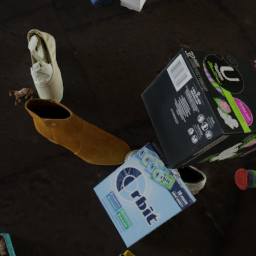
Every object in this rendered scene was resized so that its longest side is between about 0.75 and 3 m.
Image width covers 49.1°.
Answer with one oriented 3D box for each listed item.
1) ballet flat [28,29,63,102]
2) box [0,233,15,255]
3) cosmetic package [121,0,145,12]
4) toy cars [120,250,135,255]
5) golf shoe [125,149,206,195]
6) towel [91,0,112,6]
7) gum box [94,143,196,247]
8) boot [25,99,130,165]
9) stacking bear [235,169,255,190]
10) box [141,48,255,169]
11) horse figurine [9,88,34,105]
[{"bbox_3d":[-2.718,-2.005,8.849,0.960,0.960,2.763,-14,65,-6],"label":"ballet flat"},{"bbox_3d":[-3.048,3.403,6.834,0.605,0.361,1.471,-25,69,-11],"label":"box"},{"bbox_3d":[0.368,-5.150,10.394,0.797,0.629,1.482,20,67,6],"label":"cosmetic package"},{"bbox_3d":[-0.115,4.005,6.540,0.948,0.468,2.115,-2,70,-4],"label":"toy cars"},{"bbox_3d":[1.008,1.017,7.433,2.227,1.083,0.872,18,69,5],"label":"golf shoe"},{"bbox_3d":[-1.125,-5.159,10.568,0.735,0.319,1.316,-15,68,-6],"label":"towel"},{"bbox_3d":[0.345,1.655,7.000,2.030,0.452,1.725,-42,69,19],"label":"gum box"},{"bbox_3d":[-1.253,0.138,7.376,2.733,1.956,0.962,16,68,6],"label":"boot"},{"bbox_3d":[3.463,1.389,7.647,0.909,0.517,0.552,2,85,-10],"label":"stacking bear"},{"bbox_3d":[2.276,-0.454,7.085,2.971,1.847,2.206,-2,62,-34],"label":"box"},{"bbox_3d":[-3.329,-1.062,8.847,0.793,0.198,0.525,-21,62,-1],"label":"horse figurine"}]
